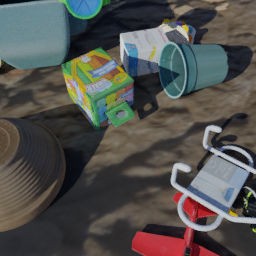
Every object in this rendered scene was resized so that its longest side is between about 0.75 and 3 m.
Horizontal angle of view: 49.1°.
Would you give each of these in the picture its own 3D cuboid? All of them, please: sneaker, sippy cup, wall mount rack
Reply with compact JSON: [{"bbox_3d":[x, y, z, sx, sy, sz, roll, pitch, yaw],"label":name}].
[{"bbox_3d":[2.790,1.821,6.389,0.431,0.374,1.042,-8,54,-6],"label":"sneaker"},{"bbox_3d":[-1.099,-3.228,6.907,1.180,0.927,0.865,33,19,-26],"label":"sippy cup"},{"bbox_3d":[2.474,1.103,6.095,2.555,1.096,2.940,27,45,27],"label":"wall mount rack"}]

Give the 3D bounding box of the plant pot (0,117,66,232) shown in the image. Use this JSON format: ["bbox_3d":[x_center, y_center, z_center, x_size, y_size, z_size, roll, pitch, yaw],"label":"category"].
[{"bbox_3d":[-3.050,0.758,6.566,2.970,1.371,2.970,0,55,0],"label":"plant pot"}]

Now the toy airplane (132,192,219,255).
[{"bbox_3d":[1.323,2.364,5.961,2.282,0.420,2.282,1,54,-1],"label":"toy airplane"}]

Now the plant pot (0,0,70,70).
[{"bbox_3d":[-3.058,-3.350,8.818,2.549,2.597,2.542,-9,55,-7],"label":"plant pot"}]

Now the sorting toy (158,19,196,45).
[{"bbox_3d":[1.901,-3.613,10.318,1.437,0.768,1.294,27,39,18],"label":"sorting toy"}]

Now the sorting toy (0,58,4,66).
[{"bbox_3d":[-4.641,-2.372,9.345,1.363,0.728,1.227,-1,46,1],"label":"sorting toy"}]

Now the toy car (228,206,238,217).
[{"bbox_3d":[3.052,1.732,6.236,1.768,0.867,0.588,17,14,5],"label":"toy car"}]

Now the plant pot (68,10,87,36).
[{"bbox_3d":[-2.307,-4.297,10.542,1.416,0.954,1.416,0,53,0],"label":"plant pot"}]

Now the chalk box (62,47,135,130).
[{"bbox_3d":[-0.685,-0.962,7.842,1.343,1.334,2.152,-31,59,-20],"label":"chalk box"}]

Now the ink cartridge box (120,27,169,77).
[{"bbox_3d":[0.555,-2.466,9.133,1.413,1.032,1.037,-12,55,-9],"label":"ink cartridge box"}]

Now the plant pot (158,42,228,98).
[{"bbox_3d":[1.993,-1.812,8.426,1.599,1.633,1.633,-11,54,-18],"label":"plant pot"}]
